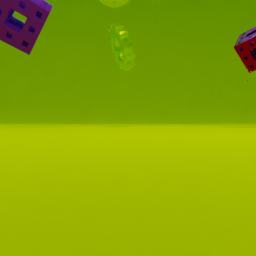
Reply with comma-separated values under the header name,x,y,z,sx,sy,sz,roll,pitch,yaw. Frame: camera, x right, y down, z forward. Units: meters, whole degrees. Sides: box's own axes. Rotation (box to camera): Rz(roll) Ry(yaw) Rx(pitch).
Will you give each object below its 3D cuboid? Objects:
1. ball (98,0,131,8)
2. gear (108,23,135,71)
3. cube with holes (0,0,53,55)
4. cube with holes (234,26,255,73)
name,x,y,z,sx,sy,sz,roll,pitch,yaw
ball,-0.376,-4.009,7.731,1.277,1.277,1.277,0,1,0
gear,-0.278,-3.275,11.405,0.344,1.858,1.858,-23,7,-14
cube with holes,-2.849,-2.912,7.344,1.233,1.233,1.233,26,22,-24
cube with holes,3.340,-2.076,7.114,0.816,0.816,0.816,-22,23,45
